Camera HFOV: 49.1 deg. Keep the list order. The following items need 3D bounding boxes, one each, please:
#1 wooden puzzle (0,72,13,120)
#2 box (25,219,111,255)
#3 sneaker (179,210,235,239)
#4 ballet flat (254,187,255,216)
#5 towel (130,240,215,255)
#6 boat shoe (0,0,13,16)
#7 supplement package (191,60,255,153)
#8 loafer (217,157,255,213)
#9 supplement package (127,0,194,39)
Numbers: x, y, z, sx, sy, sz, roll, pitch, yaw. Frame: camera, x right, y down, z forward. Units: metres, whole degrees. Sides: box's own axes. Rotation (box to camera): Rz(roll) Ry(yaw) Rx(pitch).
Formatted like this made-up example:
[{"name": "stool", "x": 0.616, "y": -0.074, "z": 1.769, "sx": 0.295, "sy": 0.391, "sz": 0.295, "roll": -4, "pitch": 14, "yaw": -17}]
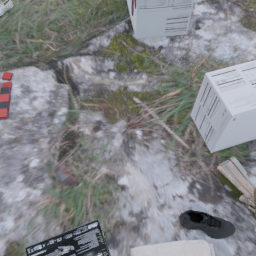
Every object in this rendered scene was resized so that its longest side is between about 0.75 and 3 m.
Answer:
[{"name": "wooden puzzle", "x": -4.345, "y": -0.840, "z": 8.572, "sx": 1.424, "sy": 0.169, "sz": 2.401, "roll": -7, "pitch": 59, "yaw": -4}, {"name": "box", "x": -1.163, "y": 2.928, "z": 5.955, "sx": 1.625, "sy": 0.700, "sz": 1.331, "roll": -19, "pitch": 60, "yaw": -11}, {"name": "sneaker", "x": 1.854, "y": 2.209, "z": 6.475, "sx": 1.281, "sy": 0.581, "sz": 0.486, "roll": 10, "pitch": 57, "yaw": 5}, {"name": "ballet flat", "x": 3.767, "y": 1.770, "z": 6.367, "sx": 2.728, "sy": 0.987, "sz": 0.925, "roll": 5, "pitch": 11, "yaw": -35}, {"name": "towel", "x": 1.038, "y": 3.140, "z": 6.052, "sx": 1.887, "sy": 0.325, "sz": 1.250, "roll": -6, "pitch": 58, "yaw": -3}, {"name": "boat shoe", "x": -4.859, "y": -4.680, "z": 10.784, "sx": 0.351, "sy": 0.405, "sz": 0.951, "roll": 33, "pitch": 64, "yaw": 18}, {"name": "supplement package", "x": 3.209, "y": -0.631, "z": 7.420, "sx": 2.446, "sy": 1.905, "sz": 1.356, "roll": -15, "pitch": 60, "yaw": -9}, {"name": "loafer", "x": 2.872, "y": 1.559, "z": 6.925, "sx": 0.554, "sy": 0.633, "sz": 1.762, "roll": -28, "pitch": 56, "yaw": 3}, {"name": "supplement package", "x": 1.038, "y": -5.026, "z": 9.669, "sx": 1.963, "sy": 2.669, "sz": 2.553, "roll": -7, "pitch": 58, "yaw": -4}]
